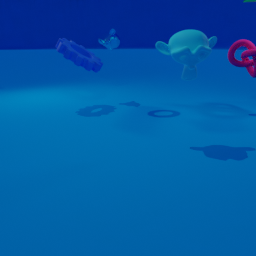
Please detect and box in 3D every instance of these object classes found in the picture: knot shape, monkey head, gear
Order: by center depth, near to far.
[{"bbox_3d":[1.477,-1.807,6.868,1.536,1.105,0.926,-5,43,0],"label":"monkey head"},{"bbox_3d":[4.167,-2.482,9.753,1.352,1.444,0.667,32,70,13],"label":"knot shape"},{"bbox_3d":[-1.822,-2.762,10.628,1.815,0.336,1.815,29,21,-12],"label":"gear"},{"bbox_3d":[-0.760,-3.674,11.719,0.829,0.694,1.152,31,-13,11],"label":"monkey head"}]

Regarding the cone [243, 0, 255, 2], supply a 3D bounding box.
[{"bbox_3d":[3.052,-3.073,6.281,0.936,0.932,0.932,-21,6,29],"label":"cone"}]
